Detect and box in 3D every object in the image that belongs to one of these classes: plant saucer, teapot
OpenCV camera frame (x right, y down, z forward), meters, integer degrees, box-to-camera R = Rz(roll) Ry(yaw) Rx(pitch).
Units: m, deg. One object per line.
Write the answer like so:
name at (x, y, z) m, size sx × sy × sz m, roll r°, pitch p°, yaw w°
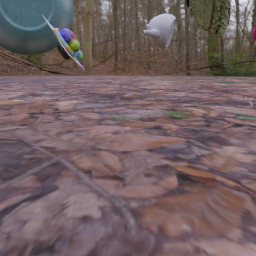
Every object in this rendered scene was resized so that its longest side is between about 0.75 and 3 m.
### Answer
plant saucer at (-2.000, -2.447, 5.493) m, size 1.974 × 1.974 × 0.380 m, roll -6°, pitch 15°, yaw -24°
teapot at (1.101, -3.494, 9.949) m, size 0.935 × 1.263 × 1.280 m, roll 21°, pitch -8°, yaw 12°

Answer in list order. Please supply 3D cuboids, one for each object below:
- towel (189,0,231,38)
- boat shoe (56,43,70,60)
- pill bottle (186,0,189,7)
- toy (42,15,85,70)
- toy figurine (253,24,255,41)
towel at (1.289, -2.577, 4.479) m, size 0.375 × 2.055 × 1.525 m, roll -10°, pitch 29°, yaw 1°
boat shoe at (-1.966, -2.554, 7.880) m, size 0.556 × 0.501 × 1.547 m, roll -5°, pitch 53°, yaw -52°
pill bottle at (2.081, -3.758, 8.075) m, size 0.784 × 0.438 × 0.438 m, roll -12°, pitch 11°, yaw 9°
toy at (-0.935, -1.383, 4.534) m, size 0.255 × 0.622 × 1.080 m, roll -34°, pitch -9°, yaw 0°
toy figurine at (2.305, -1.424, 4.321) m, size 0.626 × 0.833 × 0.767 m, roll -39°, pitch 26°, yaw -2°
